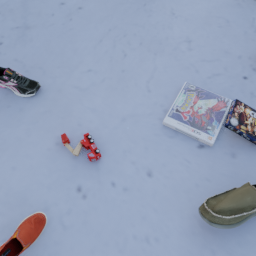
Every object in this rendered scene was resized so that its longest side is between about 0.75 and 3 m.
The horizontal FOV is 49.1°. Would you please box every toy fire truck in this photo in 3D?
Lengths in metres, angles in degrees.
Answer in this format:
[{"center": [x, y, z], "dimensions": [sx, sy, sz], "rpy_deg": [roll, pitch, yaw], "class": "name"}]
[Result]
[{"center": [-1.394, 0.563, 8.303], "dimensions": [0.845, 0.292, 1.198], "rpy_deg": [-26, 64, -14], "class": "toy fire truck"}]

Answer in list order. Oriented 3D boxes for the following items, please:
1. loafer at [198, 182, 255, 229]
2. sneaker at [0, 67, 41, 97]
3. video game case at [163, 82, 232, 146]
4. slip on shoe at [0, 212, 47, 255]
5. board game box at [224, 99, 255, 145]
[{"center": [2.923, 1.758, 7.057], "dimensions": [2.505, 0.872, 0.942], "rpy_deg": [-11, 32, -17], "class": "loafer"}, {"center": [-3.793, -1.591, 9.294], "dimensions": [1.741, 0.752, 0.700], "rpy_deg": [14, 62, 8], "class": "sneaker"}, {"center": [2.249, -0.508, 8.976], "dimensions": [1.676, 0.211, 1.840], "rpy_deg": [25, 63, 14], "class": "video game case"}, {"center": [-2.538, 2.667, 6.671], "dimensions": [0.602, 0.497, 1.624], "rpy_deg": [54, 48, -8], "class": "slip on shoe"}, {"center": [3.699, -0.121, 8.468], "dimensions": [1.462, 0.253, 0.990], "rpy_deg": [29, 62, -5], "class": "board game box"}]
